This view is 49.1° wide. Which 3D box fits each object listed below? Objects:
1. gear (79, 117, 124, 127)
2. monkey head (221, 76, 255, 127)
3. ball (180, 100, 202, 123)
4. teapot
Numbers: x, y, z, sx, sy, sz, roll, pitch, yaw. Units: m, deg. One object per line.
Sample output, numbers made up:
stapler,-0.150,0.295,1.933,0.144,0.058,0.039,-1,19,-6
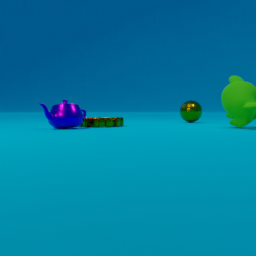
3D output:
gear,-0.768,-0.175,7.843,1.281,0.237,1.281,-1,3,0
monkey head,3.016,-0.658,7.008,1.276,1.068,1.773,-4,32,8
ball,2.272,-0.598,10.106,0.800,0.800,0.800,0,3,0
teapot,-1.520,-0.344,6.693,0.851,0.670,1.368,-8,-6,39
